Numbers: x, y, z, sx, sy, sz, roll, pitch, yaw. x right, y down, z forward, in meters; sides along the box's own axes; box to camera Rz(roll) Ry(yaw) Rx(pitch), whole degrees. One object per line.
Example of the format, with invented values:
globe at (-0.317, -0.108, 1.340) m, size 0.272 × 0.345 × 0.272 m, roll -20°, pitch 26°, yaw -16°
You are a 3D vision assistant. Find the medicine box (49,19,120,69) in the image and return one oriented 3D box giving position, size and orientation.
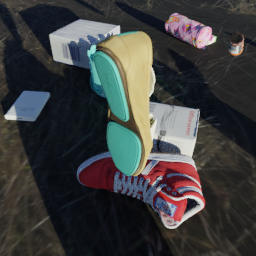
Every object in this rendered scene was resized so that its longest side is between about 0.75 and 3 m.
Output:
medicine box at (-1.855, -3.865, 12.720) m, size 2.215 × 1.252 × 2.432 m, roll 18°, pitch 41°, yaw 21°

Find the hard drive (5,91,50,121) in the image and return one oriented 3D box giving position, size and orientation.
hard drive at (-3.468, -0.796, 9.787) m, size 1.012 × 0.205 × 1.534 m, roll 4°, pitch 40°, yaw 5°

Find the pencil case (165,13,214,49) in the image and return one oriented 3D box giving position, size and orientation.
pencil case at (3.061, -4.963, 14.230) m, size 1.130 × 1.130 × 2.585 m, roll -24°, pitch 45°, yaw -26°

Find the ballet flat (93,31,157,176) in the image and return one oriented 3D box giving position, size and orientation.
ballet flat at (0.123, -0.229, 4.414) m, size 0.842 × 2.671 × 0.917 m, roll -37°, pitch 54°, yaw -26°

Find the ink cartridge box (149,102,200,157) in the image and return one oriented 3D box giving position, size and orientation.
ink cartridge box at (0.951, 0.027, 8.240) m, size 2.068 × 0.866 × 1.500 m, roll 10°, pitch 40°, yaw 12°

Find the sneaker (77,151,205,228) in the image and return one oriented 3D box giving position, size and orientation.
sneaker at (0.296, 1.394, 6.425) m, size 2.956 × 1.053 × 1.662 m, roll -2°, pitch 36°, yaw -5°

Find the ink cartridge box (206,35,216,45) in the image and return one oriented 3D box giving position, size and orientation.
ink cartridge box at (4.082, -4.510, 14.301) m, size 0.473 × 0.272 × 0.808 m, roll 32°, pitch 49°, yaw 33°

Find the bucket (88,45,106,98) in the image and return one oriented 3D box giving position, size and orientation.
bucket at (-0.408, -2.202, 10.512) m, size 2.275 × 1.480 × 2.275 m, roll 0°, pitch 39°, yaw 0°

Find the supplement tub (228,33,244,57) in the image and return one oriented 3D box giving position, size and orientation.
supplement tub at (3.464, -2.631, 8.994) m, size 0.447 × 0.835 × 0.447 m, roll -6°, pitch 71°, yaw 16°
